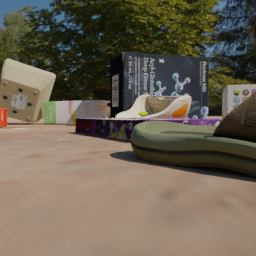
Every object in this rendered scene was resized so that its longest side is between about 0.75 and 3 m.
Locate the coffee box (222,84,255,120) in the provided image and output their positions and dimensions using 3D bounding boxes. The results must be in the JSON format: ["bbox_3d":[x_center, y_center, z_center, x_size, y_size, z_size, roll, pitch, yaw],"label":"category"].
[{"bbox_3d":[2.905,-0.515,6.914,1.018,1.008,1.020,1,0,12],"label":"coffee box"}]

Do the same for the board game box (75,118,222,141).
[{"bbox_3d":[0.184,-0.021,4.751,1.415,0.381,2.357,3,1,-32],"label":"board game box"}]

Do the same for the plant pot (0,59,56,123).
[{"bbox_3d":[-3.681,-1.147,9.678,1.813,1.810,1.605,17,18,-15],"label":"plant pot"}]

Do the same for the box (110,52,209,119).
[{"bbox_3d":[0.938,-1.115,8.742,2.792,2.072,1.495,-2,3,-19],"label":"box"}]

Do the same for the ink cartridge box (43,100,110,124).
[{"bbox_3d":[-1.582,-0.548,9.967,2.402,0.808,1.407,-1,2,11],"label":"ink cartridge box"}]

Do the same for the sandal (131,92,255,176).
[{"bbox_3d":[0.947,-0.046,1.814,2.236,0.638,0.888,2,3,35],"label":"sandal"}]

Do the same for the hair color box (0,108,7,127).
[{"bbox_3d":[-4.170,-0.275,7.144,0.936,0.565,1.844,2,4,28],"label":"hair color box"}]

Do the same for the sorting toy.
[{"bbox_3d":[0.497,-0.325,6.894,1.429,0.848,1.587,-13,14,-32],"label":"sorting toy"}]

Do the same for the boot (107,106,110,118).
[{"bbox_3d":[-0.445,-0.803,14.393,2.818,0.932,2.468,-1,3,6],"label":"boot"}]
